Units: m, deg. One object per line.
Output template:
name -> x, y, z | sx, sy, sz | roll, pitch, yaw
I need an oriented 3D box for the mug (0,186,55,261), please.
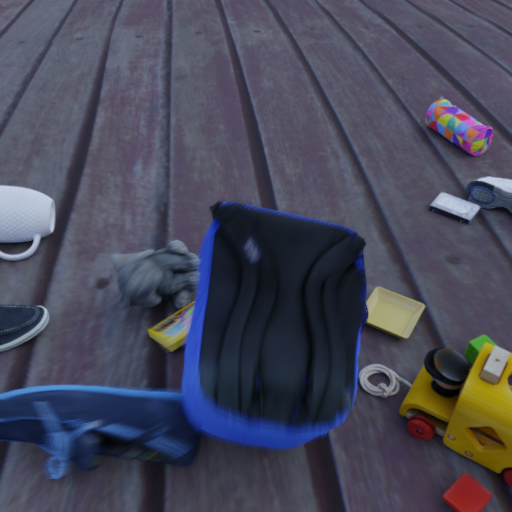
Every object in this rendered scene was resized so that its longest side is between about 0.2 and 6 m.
mug -> -4.700, -0.626, 10.986 | 1.313, 1.106, 1.498 | 2, 70, -11

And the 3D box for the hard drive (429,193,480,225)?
hard drive -> 4.259, -1.021, 12.014 | 0.901, 0.170, 0.629 | 28, 48, 27

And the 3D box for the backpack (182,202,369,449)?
backpack -> 0.227, 1.140, 7.689 | 2.345, 2.421, 2.886 | 8, 59, -7

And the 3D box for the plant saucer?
plant saucer -> 2.303, 1.016, 9.598 | 0.905, 0.219, 0.905 | 22, 46, 24

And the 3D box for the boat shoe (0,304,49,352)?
boat shoe -> -4.615, 1.100, 9.124 | 2.318, 0.722, 0.865 | -6, 39, -9

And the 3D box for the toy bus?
toy bus -> 3.154, 1.918, 7.614 | 2.767, 1.430, 2.611 | -8, 41, -9

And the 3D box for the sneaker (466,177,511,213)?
sneaker -> 5.572, -1.259, 11.883 | 2.042, 0.761, 0.890 | 30, 44, 30

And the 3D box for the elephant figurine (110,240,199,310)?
elephant figurine -> -1.877, 0.349, 9.326 | 1.779, 1.380, 1.259 | -9, 54, -50

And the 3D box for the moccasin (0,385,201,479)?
moccasin -> -2.153, 2.308, 7.358 | 2.873, 1.156, 0.980 | 0, 54, -4

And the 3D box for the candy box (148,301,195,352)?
candy box -> -1.094, 1.089, 9.446 | 1.317, 0.174, 0.673 | -32, 38, -32

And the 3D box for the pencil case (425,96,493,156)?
pencil case -> 5.133, -3.297, 14.192 | 0.848, 0.848, 1.918 | -15, 45, -17
